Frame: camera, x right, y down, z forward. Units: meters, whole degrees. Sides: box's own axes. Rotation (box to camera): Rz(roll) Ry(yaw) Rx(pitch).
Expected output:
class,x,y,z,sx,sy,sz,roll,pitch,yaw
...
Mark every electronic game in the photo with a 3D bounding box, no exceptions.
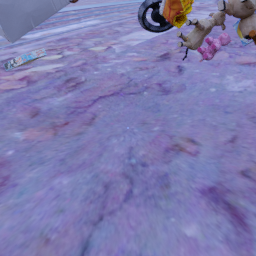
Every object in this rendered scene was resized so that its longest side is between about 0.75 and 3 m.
class,x,y,z,sx,sy,sz,roll,pitch,yaw
electronic game,1.186,-4.284,10.590,1.647,1.647,0.343,-1,58,-2

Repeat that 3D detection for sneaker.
class,x,y,z,sx,sy,sz,roll,pitch,yaw
sneaker,1.271,-3.279,6.742,0.822,2.252,0.869,-46,76,-1

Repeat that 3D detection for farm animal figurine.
class,x,y,z,sx,sy,sz,roll,pitch,yaw
farm animal figurine,2.547,-2.749,6.660,1.301,2.467,2.495,-7,19,-45

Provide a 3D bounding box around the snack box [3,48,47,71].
class,x,y,z,sx,sy,sz,roll,pitch,yaw
snack box,-2.830,-1.872,7.678,1.129,0.210,0.656,-8,20,38

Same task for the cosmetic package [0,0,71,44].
class,x,y,z,sx,sy,sz,roll,pitch,yaw
cosmetic package,-2.391,-3.051,6.596,1.995,1.066,0.900,-40,54,-17

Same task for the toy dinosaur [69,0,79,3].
class,x,y,z,sx,sy,sz,roll,pitch,yaw
toy dinosaur,-0.684,-2.758,4.780,0.582,1.355,0.918,40,69,22

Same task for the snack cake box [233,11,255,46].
class,x,y,z,sx,sy,sz,roll,pitch,yaw
snack cake box,3.755,-3.055,8.299,0.466,0.798,1.388,-27,0,-3
